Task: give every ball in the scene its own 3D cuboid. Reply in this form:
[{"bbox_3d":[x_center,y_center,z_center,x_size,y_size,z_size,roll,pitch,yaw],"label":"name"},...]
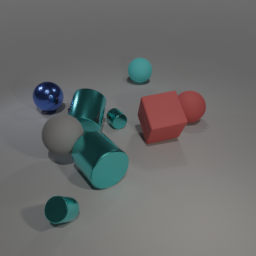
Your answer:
[{"bbox_3d":[-3.721,-1.464,13.076,1.400,1.400,1.400,0,31,0],"label":"ball"},{"bbox_3d":[-2.219,0.226,9.555,1.400,1.400,1.400,0,31,0],"label":"ball"},{"bbox_3d":[2.692,-0.931,12.272,1.400,1.400,1.400,0,31,0],"label":"ball"},{"bbox_3d":[0.691,-3.326,16.139,1.400,1.400,1.400,0,31,0],"label":"ball"}]

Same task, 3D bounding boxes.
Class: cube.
[{"bbox_3d":[1.275,-0.398,10.856,1.400,1.400,1.400,-12,66,-10],"label":"cube"}]

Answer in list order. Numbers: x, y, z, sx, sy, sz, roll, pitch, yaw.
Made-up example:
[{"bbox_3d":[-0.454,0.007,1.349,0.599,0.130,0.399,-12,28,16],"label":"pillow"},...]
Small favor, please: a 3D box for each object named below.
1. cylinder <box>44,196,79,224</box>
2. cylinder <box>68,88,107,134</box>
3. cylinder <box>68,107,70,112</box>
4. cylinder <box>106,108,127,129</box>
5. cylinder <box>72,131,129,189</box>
[{"bbox_3d":[-1.784,2.208,7.603,0.700,0.700,0.700,-4,74,15],"label":"cylinder"},{"bbox_3d":[-1.678,-0.659,11.419,1.400,1.400,1.400,5,63,8],"label":"cylinder"},{"bbox_3d":[-2.232,-0.675,12.568,0.700,0.700,0.700,-22,38,-32],"label":"cylinder"},{"bbox_3d":[-0.491,-0.414,12.137,0.700,0.700,0.700,-15,35,-23],"label":"cylinder"},{"bbox_3d":[-0.918,1.008,9.134,1.400,1.400,1.400,-20,37,-29],"label":"cylinder"}]
